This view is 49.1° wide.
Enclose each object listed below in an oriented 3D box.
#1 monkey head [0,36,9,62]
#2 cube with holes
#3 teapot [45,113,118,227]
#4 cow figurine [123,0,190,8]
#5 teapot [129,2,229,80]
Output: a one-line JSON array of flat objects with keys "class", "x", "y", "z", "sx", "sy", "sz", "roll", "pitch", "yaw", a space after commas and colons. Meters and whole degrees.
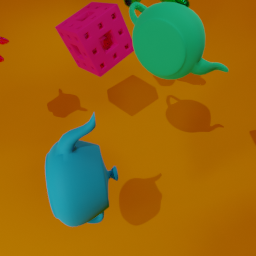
[{"class": "monkey head", "x": -2.514, "y": -1.576, "z": 4.935, "sx": 1.270, "sy": 0.913, "sz": 0.765, "roll": 37, "pitch": 102, "yaw": 21}, {"class": "cube with holes", "x": -0.624, "y": -1.748, "z": 5.461, "sx": 0.943, "sy": 0.943, "sz": 0.943, "roll": -41, "pitch": 41, "yaw": -15}, {"class": "teapot", "x": -0.504, "y": 0.545, "z": 3.207, "sx": 0.778, "sy": 1.588, "sz": 0.988, "roll": -9, "pitch": 32, "yaw": -8}, {"class": "cow figurine", "x": 0.561, "y": -2.852, "z": 5.157, "sx": 1.614, "sy": 0.900, "sz": 1.640, "roll": 31, "pitch": 72, "yaw": 2}, {"class": "teapot", "x": 0.738, "y": -1.354, "z": 4.382, "sx": 1.877, "sy": 1.167, "sz": 0.919, "roll": 41, "pitch": 52, "yaw": 7}]
